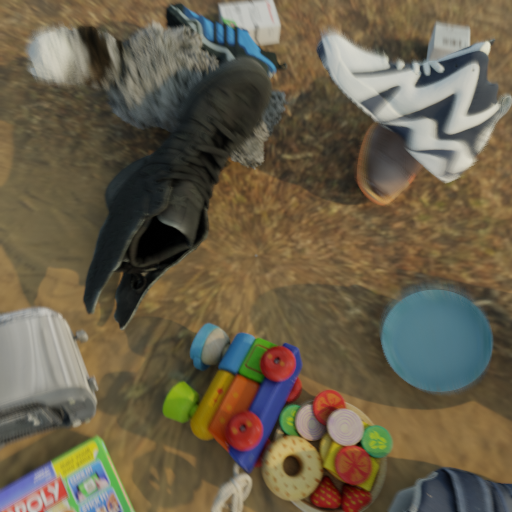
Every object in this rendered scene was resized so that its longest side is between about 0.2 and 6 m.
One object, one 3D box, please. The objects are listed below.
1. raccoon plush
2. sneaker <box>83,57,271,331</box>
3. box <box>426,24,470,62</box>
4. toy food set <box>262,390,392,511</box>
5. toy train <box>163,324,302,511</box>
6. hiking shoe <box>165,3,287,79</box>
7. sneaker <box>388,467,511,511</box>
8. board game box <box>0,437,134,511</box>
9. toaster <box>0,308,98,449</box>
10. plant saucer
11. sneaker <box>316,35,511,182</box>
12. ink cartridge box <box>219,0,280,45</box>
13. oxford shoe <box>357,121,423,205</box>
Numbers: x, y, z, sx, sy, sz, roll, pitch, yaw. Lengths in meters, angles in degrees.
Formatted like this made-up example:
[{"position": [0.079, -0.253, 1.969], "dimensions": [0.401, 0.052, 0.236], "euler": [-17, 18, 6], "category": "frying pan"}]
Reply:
[{"position": [-1.302, -2.280, 8.760], "dimensions": [2.484, 1.794, 3.708], "euler": [36, 38, 22], "category": "raccoon plush"}, {"position": [-1.071, -0.923, 8.123], "dimensions": [3.979, 1.195, 2.075], "euler": [-41, 41, 16], "category": "sneaker"}, {"position": [3.682, -3.974, 10.764], "dimensions": [0.672, 0.579, 0.676], "euler": [11, 61, 6], "category": "box"}, {"position": [0.945, 2.574, 7.288], "dimensions": [1.556, 0.378, 1.540], "euler": [26, 64, 8], "category": "toy food set"}, {"position": [-0.572, 2.186, 7.229], "dimensions": [1.533, 1.122, 2.650], "euler": [20, 63, 22], "category": "toy train"}, {"position": [-0.675, -3.994, 10.664], "dimensions": [2.483, 0.924, 1.077], "euler": [44, 67, 9], "category": "hiking shoe"}, {"position": [2.357, 3.926, 6.018], "dimensions": [2.300, 1.210, 3.183], "euler": [17, 53, -3], "category": "sneaker"}, {"position": [-2.700, 3.597, 6.813], "dimensions": [2.457, 0.358, 1.653], "euler": [-29, 66, -14], "category": "board game box"}, {"position": [-3.277, 1.657, 7.355], "dimensions": [2.228, 1.266, 1.439], "euler": [-17, 59, -11], "category": "toaster"}, {"position": [2.508, 1.182, 7.822], "dimensions": [1.454, 0.199, 1.454], "euler": [-8, 62, 15], "category": "plant saucer"}, {"position": [2.455, -2.697, 8.277], "dimensions": [2.914, 1.163, 1.896], "euler": [44, 109, 5], "category": "sneaker"}, {"position": [-0.132, -4.618, 11.179], "dimensions": [1.094, 0.460, 0.798], "euler": [-9, 62, -5], "category": "ink cartridge box"}, {"position": [2.702, -2.209, 9.283], "dimensions": [1.109, 1.134, 3.110], "euler": [36, 72, -11], "category": "oxford shoe"}]
